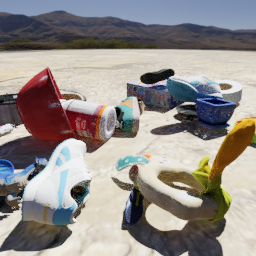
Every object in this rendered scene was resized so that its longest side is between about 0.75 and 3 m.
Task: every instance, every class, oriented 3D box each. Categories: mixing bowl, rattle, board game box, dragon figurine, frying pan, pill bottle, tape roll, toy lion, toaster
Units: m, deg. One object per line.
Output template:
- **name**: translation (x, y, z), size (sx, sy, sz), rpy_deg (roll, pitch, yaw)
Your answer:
- **mixing bowl**: translation (-2.687, -0.586, 8.941), size (1.336, 2.468, 2.468), rpy_deg (-21, 24, -8)
- **rattle**: translation (0.923, 0.478, 5.979), size (1.907, 2.093, 2.929), rpy_deg (-11, 24, -20)
- **board game box**: translation (1.497, -1.864, 14.183), size (2.831, 0.874, 2.832), rpy_deg (14, 24, 31)
- **dragon figurine**: translation (-2.833, 1.146, 6.041), size (2.402, 0.707, 1.194), rpy_deg (-2, 18, -15)
- **frying pan**: translation (2.761, -0.516, 11.161), size (1.525, 0.410, 2.521), rpy_deg (-2, 22, -2)
- **pill bottle**: translation (-1.529, -0.325, 9.294), size (2.070, 1.134, 1.134), rpy_deg (11, 22, 17)
- **tape roll**: translation (4.615, -1.742, 13.734), size (1.856, 0.649, 1.856), rpy_deg (-6, 29, 3)
- **toy lion**: translation (4.741, 0.106, 9.113), size (2.261, 0.810, 2.358), rpy_deg (-8, 20, -1)
- **toaster**: translation (-4.648, -0.784, 11.046), size (1.480, 0.972, 1.637), rpy_deg (-10, 22, -25)

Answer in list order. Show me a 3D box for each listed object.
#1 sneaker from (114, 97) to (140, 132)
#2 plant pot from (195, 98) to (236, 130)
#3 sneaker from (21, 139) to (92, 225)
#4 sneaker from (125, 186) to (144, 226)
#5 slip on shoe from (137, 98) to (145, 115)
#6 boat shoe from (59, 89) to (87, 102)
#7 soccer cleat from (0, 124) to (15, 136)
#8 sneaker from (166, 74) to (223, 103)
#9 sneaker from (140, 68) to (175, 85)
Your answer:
- **sneaker**: translation (-0.165, -0.621, 10.663), size (1.027, 0.917, 2.569), rpy_deg (3, 21, -5)
- **plant pot**: translation (3.139, -0.512, 10.216), size (1.070, 0.962, 1.070), rpy_deg (-5, 18, -26)
- **sneaker**: translation (-1.259, 1.103, 6.029), size (1.046, 0.991, 2.591), rpy_deg (11, 26, 3)
- **sneaker**: translation (0.107, 1.576, 5.522), size (0.321, 0.358, 0.869), rpy_deg (28, 39, -5)
- **slip on shoe**: translation (0.416, -1.105, 12.538), size (0.703, 0.560, 1.849), rpy_deg (2, 20, 5)
- **boat shoe**: translation (-3.103, -1.332, 12.807), size (2.550, 0.917, 0.826), rpy_deg (5, 10, 17)
- **soccer cleat**: translation (-4.223, 0.049, 9.728), size (0.367, 0.297, 0.851), rpy_deg (0, 19, 0)
- **sneaker**: translation (2.531, -1.600, 10.913), size (2.434, 0.931, 0.983), rpy_deg (12, 59, -24)
- **sneaker**: translation (1.375, -2.438, 13.327), size (1.630, 0.623, 0.933), rpy_deg (-15, 7, 5)
